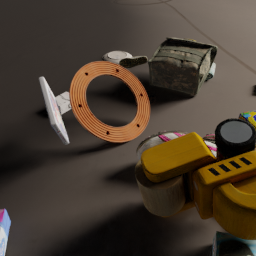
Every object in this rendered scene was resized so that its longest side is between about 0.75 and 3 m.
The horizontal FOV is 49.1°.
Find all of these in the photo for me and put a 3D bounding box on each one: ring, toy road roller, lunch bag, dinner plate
[{"bbox_3d":[-0.554,-0.880,9.304,2.914,0.280,2.914,12,65,-27],"label":"ring"},{"bbox_3d":[1.819,1.335,5.995,2.983,1.833,2.178,-18,43,-2],"label":"toy road roller"},{"bbox_3d":[2.400,-2.915,11.912,2.195,1.574,2.677,18,55,22],"label":"lunch bag"},{"bbox_3d":[-0.541,-3.710,14.502,1.534,0.186,1.534,0,38,0],"label":"dinner plate"}]

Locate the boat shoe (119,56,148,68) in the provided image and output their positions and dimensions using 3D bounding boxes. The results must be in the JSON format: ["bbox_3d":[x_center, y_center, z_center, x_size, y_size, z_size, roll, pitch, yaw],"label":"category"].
[{"bbox_3d":[0.235,-2.736,11.607,1.182,0.442,0.404,-4,16,9],"label":"boat shoe"}]

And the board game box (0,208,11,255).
[{"bbox_3d":[-3.880,2.983,5.180,2.820,0.612,2.806,-7,38,-9],"label":"board game box"}]

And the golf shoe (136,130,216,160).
[{"bbox_3d":[1.701,0.796,7.740,2.920,1.060,1.345,0,38,-1],"label":"golf shoe"}]

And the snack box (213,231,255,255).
[{"bbox_3d":[2.957,2.992,5.282,2.617,0.485,1.520,9,38,11],"label":"snack box"}]

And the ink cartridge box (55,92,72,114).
[{"bbox_3d":[-2.374,-1.014,10.719,0.656,0.378,1.133,24,43,29],"label":"ink cartridge box"}]

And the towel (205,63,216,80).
[{"bbox_3d":[3.189,-2.793,13.072,1.679,0.404,1.437,11,39,14],"label":"towel"}]

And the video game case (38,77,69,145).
[{"bbox_3d":[-2.087,-0.454,7.958,0.178,1.412,1.550,-19,67,-6],"label":"video game case"}]

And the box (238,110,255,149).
[{"bbox_3d":[4.401,0.150,8.754,1.389,0.879,1.442,-11,39,-16],"label":"box"}]
